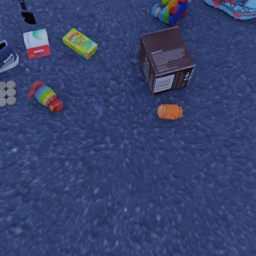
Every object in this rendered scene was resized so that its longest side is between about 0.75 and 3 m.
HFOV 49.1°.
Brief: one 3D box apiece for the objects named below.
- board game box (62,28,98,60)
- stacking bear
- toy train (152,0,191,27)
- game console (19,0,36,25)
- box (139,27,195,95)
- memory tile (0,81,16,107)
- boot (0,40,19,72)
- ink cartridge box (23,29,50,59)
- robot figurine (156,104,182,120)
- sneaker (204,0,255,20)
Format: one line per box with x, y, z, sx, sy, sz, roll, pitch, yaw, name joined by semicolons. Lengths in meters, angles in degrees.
-2.156;-3.814;12.683;1.476;0.351;0.750;37;74;13;board game box
-3.286;-1.209;11.509;1.392;0.845;0.792;41;37;5;stacking bear
2.200;-5.889;13.249;1.295;0.947;2.238;29;71;24;toy train
-2.940;-3.424;7.994;0.538;0.912;0.110;23;49;38;game console
1.523;-2.727;11.579;1.636;1.653;1.993;-15;70;-6;box
-5.538;-1.403;11.897;1.554;0.130;1.191;-11;70;-3;memory tile
-6.053;-2.722;11.804;2.701;1.220;0.983;-36;73;-12;boot
-4.143;-3.831;12.728;1.026;0.319;1.275;-14;68;-5;ink cartridge box
1.661;-0.655;11.360;1.039;0.606;0.747;2;74;1;robot figurine
4.920;-6.082;12.972;2.951;1.409;1.170;25;71;9;sneaker
